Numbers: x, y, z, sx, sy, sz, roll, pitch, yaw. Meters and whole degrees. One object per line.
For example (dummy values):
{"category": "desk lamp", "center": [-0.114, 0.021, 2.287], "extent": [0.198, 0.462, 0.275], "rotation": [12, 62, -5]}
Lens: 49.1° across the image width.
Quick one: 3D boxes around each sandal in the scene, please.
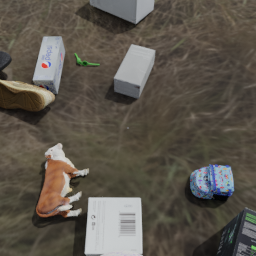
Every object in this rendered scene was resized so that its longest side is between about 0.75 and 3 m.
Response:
{"category": "sandal", "center": [-5.109, -1.554, 9.402], "extent": [2.878, 0.649, 1.081], "rotation": [-41, 60, -7]}

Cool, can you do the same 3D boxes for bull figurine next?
{"category": "bull figurine", "center": [-1.741, 1.384, 7.405], "extent": [1.228, 0.659, 2.022], "rotation": [4, 58, 2]}

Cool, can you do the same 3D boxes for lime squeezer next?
{"category": "lime squeezer", "center": [-1.589, -2.396, 10.141], "extent": [1.111, 0.210, 0.392], "rotation": [27, 31, 17]}

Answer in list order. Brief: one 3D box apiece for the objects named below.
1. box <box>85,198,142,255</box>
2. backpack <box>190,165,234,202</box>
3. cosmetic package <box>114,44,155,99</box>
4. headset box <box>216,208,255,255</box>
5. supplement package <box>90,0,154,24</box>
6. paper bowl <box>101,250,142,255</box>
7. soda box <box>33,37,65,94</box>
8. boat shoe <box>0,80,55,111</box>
{"category": "box", "center": [-0.317, 2.386, 6.659], "extent": [1.283, 0.839, 1.277], "rotation": [0, 57, 0]}
{"category": "backpack", "center": [2.178, 1.409, 7.388], "extent": [1.006, 0.676, 0.918], "rotation": [6, 58, 5]}
{"category": "cosmetic package", "center": [0.240, -1.932, 9.473], "extent": [0.932, 0.787, 1.745], "rotation": [19, 62, 10]}
{"category": "headset box", "center": [2.447, 2.794, 5.942], "extent": [0.861, 1.616, 1.857], "rotation": [21, 59, 14]}
{"category": "supplement package", "center": [-0.253, -5.481, 11.276], "extent": [2.374, 1.393, 1.388], "rotation": [31, 58, 20]}
{"category": "paper bowl", "center": [-0.137, 3.527, 5.625], "extent": [1.980, 1.030, 1.980], "rotation": [-1, 76, 4]}
{"category": "soda box", "center": [-2.676, -2.180, 9.642], "extent": [0.675, 0.727, 2.129], "rotation": [0, 57, 0]}
{"category": "boat shoe", "center": [-3.492, -1.058, 8.970], "extent": [2.390, 0.852, 0.771], "rotation": [16, 24, 18]}
